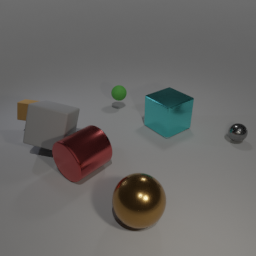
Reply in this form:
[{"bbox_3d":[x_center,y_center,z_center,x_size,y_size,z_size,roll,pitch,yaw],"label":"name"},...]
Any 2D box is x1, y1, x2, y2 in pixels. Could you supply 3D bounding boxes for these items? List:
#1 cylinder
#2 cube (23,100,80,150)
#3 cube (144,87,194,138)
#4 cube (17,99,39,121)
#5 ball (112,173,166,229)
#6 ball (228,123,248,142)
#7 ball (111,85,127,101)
[{"bbox_3d":[-1.463,0.800,9.035,1.400,1.400,1.400,25,39,34],"label":"cylinder"},{"bbox_3d":[-2.694,-0.112,10.005,1.400,1.400,1.400,14,12,4],"label":"cube"},{"bbox_3d":[1.640,-0.658,11.442,1.400,1.400,1.400,-22,38,-31],"label":"cube"},{"bbox_3d":[-3.873,-0.694,11.032,0.700,0.700,0.700,8,17,4],"label":"cube"},{"bbox_3d":[0.289,1.871,7.275,1.400,1.400,1.400,0,31,0],"label":"ball"},{"bbox_3d":[4.179,0.167,10.658,0.700,0.700,0.700,0,31,0],"label":"ball"},{"bbox_3d":[-0.410,-1.595,12.769,0.700,0.700,0.700,0,31,0],"label":"ball"}]
